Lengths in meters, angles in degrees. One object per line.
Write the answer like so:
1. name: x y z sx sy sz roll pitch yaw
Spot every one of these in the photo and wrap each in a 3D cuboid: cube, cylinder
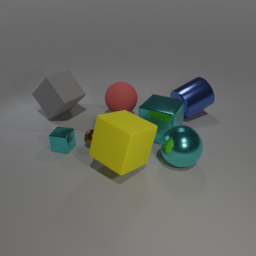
1. cube: -3.027 -1.491 12.304 1.400 1.400 1.400 -35 0 38
2. cylinder: 2.819 -1.328 12.331 1.400 1.400 1.400 -29 37 -11
3. cube: 1.315 -0.338 10.982 1.400 1.400 1.400 14 33 23
4. cube: -0.155 0.398 8.794 1.400 1.400 1.400 28 25 30
5. cube: -2.410 0.437 10.345 0.700 0.700 0.700 7 31 13

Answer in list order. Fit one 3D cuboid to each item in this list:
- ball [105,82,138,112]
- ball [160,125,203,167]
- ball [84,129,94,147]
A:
1. ball: -0.291 -1.276 11.994 1.400 1.400 1.400 0 30 0
2. ball: 1.782 0.609 9.346 1.400 1.400 1.400 0 30 0
3. ball: -1.292 0.378 10.475 0.700 0.700 0.700 0 30 0
